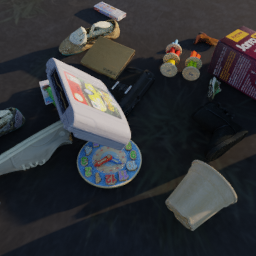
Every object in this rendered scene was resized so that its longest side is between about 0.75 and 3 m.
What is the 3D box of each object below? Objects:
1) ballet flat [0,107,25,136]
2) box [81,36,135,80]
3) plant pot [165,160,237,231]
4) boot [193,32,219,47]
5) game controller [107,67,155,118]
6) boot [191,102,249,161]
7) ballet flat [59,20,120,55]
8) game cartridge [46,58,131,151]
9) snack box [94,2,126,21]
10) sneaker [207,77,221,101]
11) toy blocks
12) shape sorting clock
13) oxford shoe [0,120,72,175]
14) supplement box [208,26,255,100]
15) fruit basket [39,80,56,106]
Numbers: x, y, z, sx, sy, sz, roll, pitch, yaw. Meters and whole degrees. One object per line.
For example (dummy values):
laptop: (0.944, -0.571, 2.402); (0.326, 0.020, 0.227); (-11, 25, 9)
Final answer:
ballet flat: (-3.956, 0.086, 7.755); (2.191, 0.788, 0.788); (-38, 62, -25)
box: (-0.708, -2.501, 9.863); (1.553, 0.165, 1.269); (29, 76, 20)
plant pot: (1.561, 1.611, 6.403); (1.190, 1.300, 1.300); (-40, 62, -13)
boot: (2.960, -3.273, 10.685); (0.832, 0.285, 0.783); (33, 51, 14)
game controller: (-0.068, -1.178, 8.989); (1.181, 0.477, 2.264); (16, 53, 30)
boot: (2.360, 0.026, 7.870); (1.736, 0.642, 1.423); (-28, 60, -28)
ballet flat: (-1.442, -3.470, 10.392); (2.469, 0.806, 0.870); (-28, 69, -18)
game cartridge: (-1.023, -0.671, 7.328); (0.587, 1.912, 2.873); (-47, 45, 19)
snack box: (-0.787, -5.006, 11.992); (1.426, 0.173, 0.513); (34, 60, 23)
sneaker: (2.839, -1.251, 9.065); (0.419, 0.363, 0.945); (22, 60, -6)
toy blocks: (1.933, -2.458, 9.796); (1.342, 0.585, 1.611); (12, 54, 9)
shape sorting clock: (-0.496, 0.820, 7.453); (1.716, 0.337, 1.716); (0, 53, 0)
oxford shoe: (-2.573, 0.717, 7.247); (2.672, 1.005, 0.772); (-33, 95, -21)
supplement box: (4.278, -1.868, 8.839); (2.916, 1.249, 1.609); (39, 56, 25)
fruit basket: (-2.158, -1.310, 8.924); (1.186, 0.600, 1.281); (-17, 52, -12)
